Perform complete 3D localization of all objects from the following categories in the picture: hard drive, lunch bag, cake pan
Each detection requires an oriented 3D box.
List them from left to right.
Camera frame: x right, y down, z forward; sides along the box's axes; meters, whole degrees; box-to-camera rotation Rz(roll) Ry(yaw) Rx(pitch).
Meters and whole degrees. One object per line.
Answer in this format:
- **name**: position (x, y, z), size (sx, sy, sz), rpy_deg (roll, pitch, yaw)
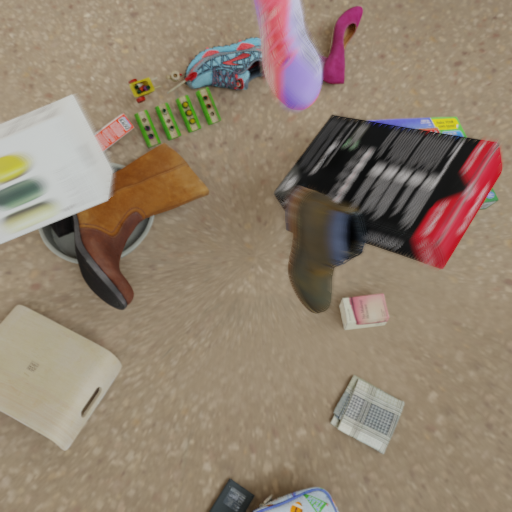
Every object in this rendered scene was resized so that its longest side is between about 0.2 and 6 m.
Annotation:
- **cake pan**: position (-3.377, -0.866, 12.019), size (2.475, 0.454, 2.475), rpy_deg (0, 66, 0)
- **hard drive**: position (-0.455, 4.398, 9.815), size (0.538, 0.127, 0.771), rpy_deg (31, 69, 13)
- **lunch bag**: position (0.740, 4.984, 9.189), size (1.744, 0.822, 2.177), rpy_deg (-20, 68, -7)

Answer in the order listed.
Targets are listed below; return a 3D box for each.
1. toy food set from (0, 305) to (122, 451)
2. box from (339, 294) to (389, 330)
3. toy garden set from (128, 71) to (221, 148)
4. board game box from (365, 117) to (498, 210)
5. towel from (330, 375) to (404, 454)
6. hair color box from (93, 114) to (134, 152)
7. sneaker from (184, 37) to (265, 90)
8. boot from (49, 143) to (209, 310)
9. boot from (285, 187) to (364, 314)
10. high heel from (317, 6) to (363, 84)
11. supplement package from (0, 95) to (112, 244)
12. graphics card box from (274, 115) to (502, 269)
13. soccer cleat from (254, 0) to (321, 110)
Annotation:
- **toy food set**: position (-4.113, 2.232, 10.556), size (2.581, 0.780, 1.852), rpy_deg (25, 56, 9)
- **box**: position (2.138, 1.109, 11.120), size (0.847, 0.462, 0.542), rpy_deg (-7, 66, -3)
- **toy garden set**: position (-1.921, -3.543, 12.884), size (1.849, 0.369, 1.542), rpy_deg (-24, 98, -10)
- **board game box**: position (3.370, -1.840, 11.694), size (3.254, 0.474, 2.190), rpy_deg (-10, 72, -28)
- **towel**: position (2.075, 2.929, 10.446), size (1.130, 0.195, 1.088), rpy_deg (26, 68, 12)
- **hair color box**: position (-3.458, -2.637, 12.640), size (1.310, 0.726, 0.419), rpy_deg (-42, 112, -18)
- **sneaker**: position (-0.595, -4.453, 13.413), size (2.284, 0.906, 1.091), rpy_deg (-24, 70, -10)
- **boot**: position (-2.333, -0.685, 11.487), size (3.110, 1.065, 2.928), rpy_deg (-28, 65, -27)
- **boot**: position (0.979, 0.072, 7.677), size (0.737, 1.973, 0.956), rpy_deg (-31, 34, -31)
- **high heel**: position (2.270, -5.154, 13.796), size (1.075, 0.754, 2.236), rpy_deg (32, 84, 24)
- **supplement package**: position (-3.386, -1.324, 8.544), size (1.861, 1.412, 1.402), rpy_deg (-22, 29, 1)
- **graphics card box**: position (1.818, -1.041, 8.110), size (2.792, 0.710, 1.752), rpy_deg (22, 70, 39)
- **soccer cleat**: position (0.441, -4.261, 10.277), size (1.082, 1.240, 3.243), rpy_deg (-13, 76, 19)
